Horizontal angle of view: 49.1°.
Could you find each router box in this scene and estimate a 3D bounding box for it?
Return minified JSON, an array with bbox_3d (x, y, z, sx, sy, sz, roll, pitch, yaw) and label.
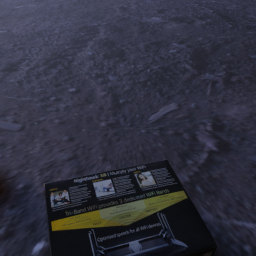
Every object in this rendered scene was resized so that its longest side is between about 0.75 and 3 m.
[{"bbox_3d":[-0.082,1.484,4.399,2.265,0.592,1.781,-9,40,-14],"label":"router box"}]
